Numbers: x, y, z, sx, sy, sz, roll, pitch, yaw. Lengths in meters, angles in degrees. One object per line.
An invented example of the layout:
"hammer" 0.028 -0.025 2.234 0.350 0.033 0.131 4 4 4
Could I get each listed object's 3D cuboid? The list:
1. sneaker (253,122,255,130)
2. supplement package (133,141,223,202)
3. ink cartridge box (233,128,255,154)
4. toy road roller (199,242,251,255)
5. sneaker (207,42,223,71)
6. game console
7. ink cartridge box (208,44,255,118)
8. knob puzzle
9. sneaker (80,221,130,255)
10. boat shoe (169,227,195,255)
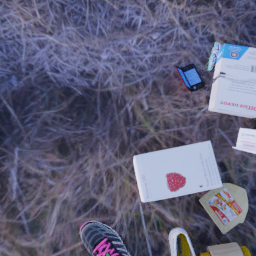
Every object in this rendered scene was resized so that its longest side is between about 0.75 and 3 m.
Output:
"sneaker" 4.823 -0.198 9.535 0.756 0.693 1.776 14 92 -37
"supplement package" 1.448 1.406 8.786 2.360 1.413 1.431 -11 77 -3
"ink cartridge box" 3.971 0.460 8.216 1.141 1.949 0.656 11 89 42
"toy road roller" 3.057 4.582 7.898 1.419 1.686 2.310 -8 77 -2
"sneaker" 3.393 -2.522 10.194 0.829 0.461 1.185 20 78 5
"game console" 2.219 -1.845 9.967 0.867 0.597 1.006 -23 78 -5
"ink cartridge box" 3.771 -1.546 9.522 1.620 0.936 2.220 10 89 2
"knob puzzle" 3.252 2.460 9.150 1.606 0.223 1.606 0 76 -2
"sneaker" -0.439 3.894 8.317 1.000 1.186 2.711 -40 80 -9
"boat shoe" 1.766 4.248 8.421 0.836 0.824 2.359 -7 77 -2
